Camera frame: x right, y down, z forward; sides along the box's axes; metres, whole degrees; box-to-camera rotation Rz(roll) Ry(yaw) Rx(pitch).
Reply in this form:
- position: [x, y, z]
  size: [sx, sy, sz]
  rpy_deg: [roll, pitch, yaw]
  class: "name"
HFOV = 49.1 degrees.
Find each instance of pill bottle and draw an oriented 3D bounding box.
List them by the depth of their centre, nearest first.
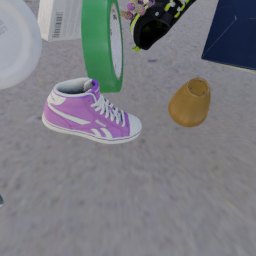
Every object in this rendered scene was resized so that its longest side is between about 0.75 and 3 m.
- position: [-2.554, -1.628, 5.217]
  size: [1.551, 1.551, 2.852]
  rpy_deg: [-18, 22, -18]
  class: "pill bottle"

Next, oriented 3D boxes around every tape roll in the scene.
- position: [-0.456, -1.728, 5.713]
  size: [0.484, 2.015, 2.015]
  rpy_deg: [-1, 42, 7]
  class: "tape roll"

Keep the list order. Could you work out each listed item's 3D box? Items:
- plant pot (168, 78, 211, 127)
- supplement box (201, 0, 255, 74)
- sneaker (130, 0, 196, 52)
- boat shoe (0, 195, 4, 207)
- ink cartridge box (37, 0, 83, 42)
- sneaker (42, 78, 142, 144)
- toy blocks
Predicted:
- position: [1.353, -0.612, 5.872]
  size: [0.892, 0.957, 0.892]
  rpy_deg: [0, 66, -1]
  class: "plant pot"
- position: [3.406, -1.789, 5.488]
  size: [2.609, 1.753, 2.611]
  rpy_deg: [9, 16, -20]
  class: "supplement box"
- position: [1.031, -2.726, 6.455]
  size: [0.941, 2.625, 1.087]
  rpy_deg: [23, 46, -29]
  class: "sneaker"
- position: [-1.868, 0.830, 3.418]
  size: [0.810, 0.298, 0.260]
  rpy_deg: [19, 88, 17]
  class: "boat shoe"
- position: [-1.429, -3.824, 7.987]
  size: [0.569, 2.546, 2.243]
  rpy_deg: [32, 32, 21]
  class: "ink cartridge box"
- position: [-0.418, -0.280, 4.530]
  size: [1.739, 0.992, 0.630]
  rpy_deg: [7, 48, -26]
  class: "sneaker"
- position: [0.263, -3.019, 6.403]
  size: [0.946, 0.884, 0.796]
  rpy_deg: [-9, 0, 39]
  class: "toy blocks"
